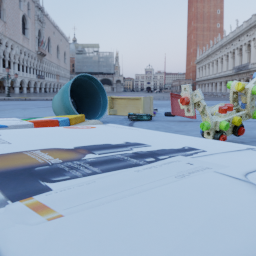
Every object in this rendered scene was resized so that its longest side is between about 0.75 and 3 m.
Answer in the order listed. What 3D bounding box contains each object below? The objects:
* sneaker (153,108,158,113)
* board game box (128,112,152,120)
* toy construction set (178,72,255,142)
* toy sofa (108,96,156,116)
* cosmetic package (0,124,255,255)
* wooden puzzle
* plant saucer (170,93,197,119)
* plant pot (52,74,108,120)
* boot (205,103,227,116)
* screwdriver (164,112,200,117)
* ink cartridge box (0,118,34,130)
[{"bbox_3d":[1.106,-0.921,14.782,0.539,0.352,0.963,1,-2,42],"label":"sneaker"},{"bbox_3d":[0.441,-0.463,10.870,0.907,0.189,1.341,3,5,1],"label":"board game box"},{"bbox_3d":[1.898,-0.415,5.469,1.894,1.242,0.873,-9,25,-19],"label":"toy construction set"},{"bbox_3d":[0.180,-1.025,12.920,2.260,0.936,1.103,6,10,41],"label":"toy sofa"},{"bbox_3d":[-0.182,0.426,1.678,1.978,0.678,2.623,-2,7,-39],"label":"cosmetic package"},{"bbox_3d":[-2.006,-0.070,6.791,2.431,0.453,2.249,2,7,10],"label":"wooden puzzle"},{"bbox_3d":[1.959,-0.763,10.139,0.988,0.989,0.182,11,-34,-14],"label":"plant saucer"},{"bbox_3d":[-1.773,-0.861,9.596,1.504,1.600,1.600,-14,-4,43],"label":"plant pot"},{"bbox_3d":[4.194,-0.746,12.132,1.571,0.566,1.215,-9,9,-24],"label":"boot"},{"bbox_3d":[2.431,-0.618,12.341,1.669,0.233,0.243,-1,-22,15],"label":"screwdriver"},{"bbox_3d":[-2.221,0.134,4.799,0.893,0.524,1.220,-5,10,-35],"label":"ink cartridge box"}]
